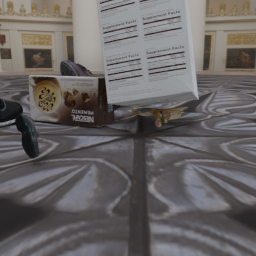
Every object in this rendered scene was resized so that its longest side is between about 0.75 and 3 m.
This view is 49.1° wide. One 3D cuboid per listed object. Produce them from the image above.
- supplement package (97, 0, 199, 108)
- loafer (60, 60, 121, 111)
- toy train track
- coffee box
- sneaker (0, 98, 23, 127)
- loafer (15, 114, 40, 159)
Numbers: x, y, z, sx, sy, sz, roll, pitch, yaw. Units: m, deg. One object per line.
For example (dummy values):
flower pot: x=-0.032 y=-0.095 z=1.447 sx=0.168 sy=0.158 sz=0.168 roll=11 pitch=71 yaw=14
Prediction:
supplement package: x=0.643 y=-2.005 z=7.184 sx=1.992 sy=2.709 sz=2.590 roll=-6 pitch=0 yaw=16
loafer: x=-1.236 y=-1.294 z=8.872 sx=0.829 sy=0.946 sz=2.633 roll=-20 pitch=53 yaw=-33
toy train track: x=0.707 y=-0.336 z=7.817 sx=1.432 sy=0.406 sz=2.497 roll=-8 pitch=9 yaw=-19
coffee box: x=-1.540 y=-0.785 z=7.668 sx=2.223 sy=1.257 sz=0.887 roll=7 pitch=12 yaw=23
sneaker: x=-3.639 y=-0.619 z=6.903 sx=2.274 sy=0.996 sz=0.861 roll=-6 pitch=41 yaw=-45
loafer: x=-1.594 y=0.127 z=4.642 sx=0.297 sy=0.815 sz=0.295 roll=-33 pitch=-22 yaw=28
